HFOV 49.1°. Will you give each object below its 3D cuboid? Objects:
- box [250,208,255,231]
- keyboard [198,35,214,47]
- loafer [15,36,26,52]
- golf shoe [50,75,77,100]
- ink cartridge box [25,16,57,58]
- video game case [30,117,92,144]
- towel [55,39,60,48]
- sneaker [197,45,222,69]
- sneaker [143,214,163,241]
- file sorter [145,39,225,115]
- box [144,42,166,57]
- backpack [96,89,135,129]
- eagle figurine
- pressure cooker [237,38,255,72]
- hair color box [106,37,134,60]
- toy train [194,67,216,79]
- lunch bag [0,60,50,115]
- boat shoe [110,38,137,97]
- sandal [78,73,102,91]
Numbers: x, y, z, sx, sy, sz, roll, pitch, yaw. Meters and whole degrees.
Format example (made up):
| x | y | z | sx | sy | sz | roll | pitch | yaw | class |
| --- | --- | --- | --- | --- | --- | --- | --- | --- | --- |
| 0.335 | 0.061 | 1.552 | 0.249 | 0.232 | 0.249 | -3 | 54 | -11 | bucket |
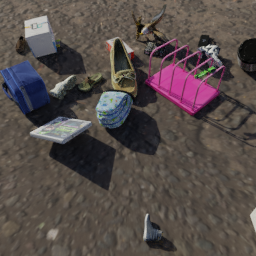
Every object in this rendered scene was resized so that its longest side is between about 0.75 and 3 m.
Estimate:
| x | y | z | sx | sy | sz | roll | pitch | yaw | class |
| --- | --- | --- | --- | --- | --- | --- | --- | --- | --- |
| 4.440 | 3.138 | 7.872 | 1.176 | 0.921 | 1.890 | -2 | 50 | -1 | box |
| 4.201 | -4.628 | 14.995 | 0.772 | 0.125 | 1.215 | 11 | 51 | 18 | keyboard |
| -5.650 | -4.399 | 14.602 | 0.424 | 0.412 | 1.160 | -4 | 50 | -3 | loafer |
| -2.874 | -1.913 | 12.433 | 0.707 | 0.569 | 1.453 | 19 | 51 | 23 | golf shoe |
| -4.430 | -4.651 | 14.230 | 1.199 | 1.204 | 1.642 | -16 | 51 | -4 | ink cartridge box |
| -2.464 | 0.037 | 10.356 | 1.702 | 0.199 | 1.547 | 10 | 30 | 32 | video game case |
| -3.887 | -4.475 | 14.883 | 0.546 | 0.087 | 0.760 | -4 | 50 | -2 | towel |
| 4.292 | -3.605 | 13.759 | 1.071 | 0.657 | 1.645 | -29 | 45 | -12 | sneaker |
| 0.770 | 2.983 | 8.381 | 0.571 | 0.300 | 0.790 | -2 | 58 | 12 | sneaker |
| 2.417 | -2.308 | 11.959 | 1.913 | 1.727 | 2.753 | -35 | 58 | -27 | file sorter |
| 1.403 | -4.074 | 14.452 | 1.012 | 0.220 | 0.810 | 11 | 51 | 9 | box |
| -0.601 | -0.772 | 11.094 | 1.394 | 1.314 | 1.709 | 9 | 63 | 18 | backpack |
| 1.306 | -5.100 | 14.287 | 2.363 | 1.793 | 1.783 | 10 | 72 | 42 | eagle figurine |
| 5.758 | -3.328 | 13.045 | 1.315 | 1.472 | 1.295 | 15 | 84 | 25 | pressure cooker |
| -0.414 | -3.975 | 14.209 | 0.768 | 0.464 | 1.514 | -25 | 55 | -19 | hair color box |
| 2.969 | -2.101 | 10.801 | 0.862 | 0.180 | 0.243 | -26 | 23 | 7 | toy train |
| -4.391 | -1.708 | 11.634 | 1.411 | 1.449 | 2.132 | -29 | 56 | -22 | lunch bag |
| -0.244 | -2.658 | 12.547 | 1.090 | 0.940 | 2.988 | -7 | 62 | -2 | boat shoe |
| -1.740 | -2.161 | 12.704 | 0.574 | 0.413 | 1.446 | 27 | 55 | 21 | sandal |
